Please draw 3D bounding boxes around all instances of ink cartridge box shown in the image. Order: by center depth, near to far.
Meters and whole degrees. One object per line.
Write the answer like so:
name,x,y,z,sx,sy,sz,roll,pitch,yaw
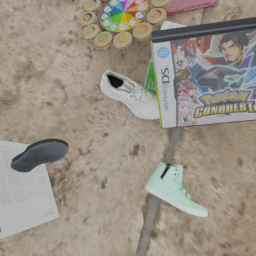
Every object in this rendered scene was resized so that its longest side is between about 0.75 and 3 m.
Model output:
ink cartridge box,1.975,-1.711,7.742,2.637,1.095,1.933,16,53,4

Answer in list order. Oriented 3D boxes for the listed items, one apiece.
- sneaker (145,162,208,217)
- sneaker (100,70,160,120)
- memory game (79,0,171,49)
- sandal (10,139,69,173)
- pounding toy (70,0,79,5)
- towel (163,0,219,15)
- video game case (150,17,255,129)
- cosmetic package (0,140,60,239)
sneaker,1.464,1.593,7.514,1.791,0.659,1.056,27,85,8
sneaker,0.143,-0.915,7.951,2.205,0.960,0.821,26,82,5
memory game,-0.154,-3.523,8.396,2.899,0.185,2.899,-8,63,16
sandal,-1.758,0.474,5.420,1.488,0.566,0.319,-22,46,30
pounding toy,-2.253,-4.606,8.808,1.564,0.897,0.894,31,75,7
towel,1.777,-4.966,9.225,1.802,0.285,2.502,-12,76,0
video game case,1.927,-1.066,6.074,2.658,2.402,0.339,-5,41,9
cosmetic package,-2.725,1.384,6.509,0.706,2.732,2.060,-23,77,8
